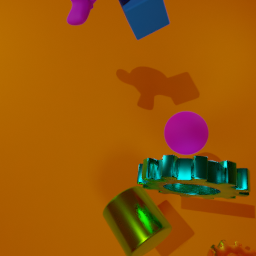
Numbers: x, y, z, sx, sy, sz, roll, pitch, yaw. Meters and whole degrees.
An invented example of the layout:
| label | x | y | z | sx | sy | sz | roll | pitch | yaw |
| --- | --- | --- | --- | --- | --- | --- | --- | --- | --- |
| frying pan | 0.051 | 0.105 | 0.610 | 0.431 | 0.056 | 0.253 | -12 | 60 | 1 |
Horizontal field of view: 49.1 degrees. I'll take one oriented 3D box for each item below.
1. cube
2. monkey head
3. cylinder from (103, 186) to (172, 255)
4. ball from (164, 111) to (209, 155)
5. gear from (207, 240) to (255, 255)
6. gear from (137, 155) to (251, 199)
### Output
| label | x | y | z | sx | sy | sz | roll | pitch | yaw |
| --- | --- | --- | --- | --- | --- | --- | --- | --- | --- |
| cube | 0.326 | -2.602 | 6.099 | 0.807 | 0.807 | 0.807 | -25 | 53 | 8 |
| monkey head | -1.053 | -2.869 | 5.504 | 1.934 | 1.165 | 1.391 | 7 | 73 | 38 |
| cylinder | 0.201 | 2.160 | 6.460 | 1.187 | 1.187 | 1.187 | -36 | 58 | -5 |
| ball | 1.265 | 0.110 | 6.103 | 0.946 | 0.946 | 0.946 | 0 | 81 | 0 |
| gear | 1.730 | 2.258 | 4.346 | 1.059 | 1.059 | 0.196 | 13 | 121 | 2 |
| gear | 1.195 | 0.974 | 5.255 | 2.004 | 2.004 | 0.371 | 8 | 69 | 1 |
